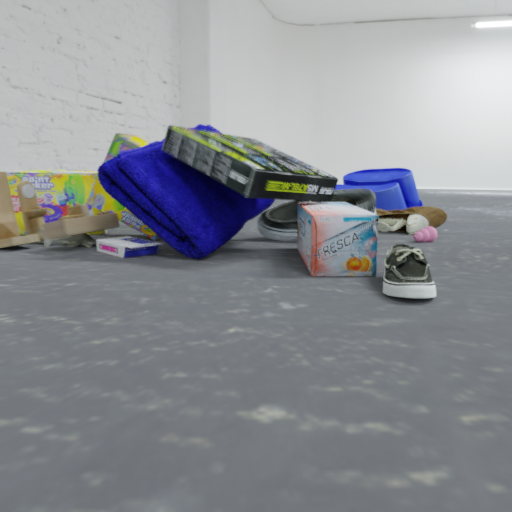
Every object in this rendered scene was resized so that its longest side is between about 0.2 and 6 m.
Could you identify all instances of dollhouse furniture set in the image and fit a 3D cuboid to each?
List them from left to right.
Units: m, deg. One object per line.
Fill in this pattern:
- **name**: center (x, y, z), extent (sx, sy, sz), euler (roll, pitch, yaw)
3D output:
- **dollhouse furniture set**: center (-4.613, -1.216, 12.429), extent (2.073, 1.689, 1.971), euler (-7, 5, 31)

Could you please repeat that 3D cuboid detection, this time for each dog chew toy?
- **dog chew toy**: center (4.031, -0.487, 13.428), extent (0.615, 0.383, 0.383), euler (-12, 14, -25)

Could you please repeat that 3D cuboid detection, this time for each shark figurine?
- **shark figurine**: center (-4.213, -0.481, 12.842), extent (1.306, 0.545, 0.780), euler (3, 8, 9)

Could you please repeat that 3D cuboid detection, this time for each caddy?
- **caddy**: center (3.574, -1.621, 17.004), extent (2.889, 1.517, 2.043), euler (5, 31, 41)

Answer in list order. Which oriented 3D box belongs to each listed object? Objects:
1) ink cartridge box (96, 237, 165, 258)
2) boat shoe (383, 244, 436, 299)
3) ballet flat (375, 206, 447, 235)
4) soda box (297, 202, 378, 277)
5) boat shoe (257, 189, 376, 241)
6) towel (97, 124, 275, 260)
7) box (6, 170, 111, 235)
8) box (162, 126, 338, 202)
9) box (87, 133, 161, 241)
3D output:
- **ink cartridge box**: center (-2.625, -0.179, 11.635), extent (0.774, 0.303, 1.634), euler (-9, 10, -39)
- **boat shoe**: center (2.187, 0.186, 8.263), extent (0.701, 0.631, 1.982), euler (1, 9, 5)
- **ballet flat**: center (3.933, -0.908, 15.175), extent (2.283, 0.774, 0.826), euler (5, 30, 28)
- **soda box**: center (1.441, -0.419, 10.714), extent (1.141, 1.061, 3.337), euler (0, 10, 0)
- **boat shoe**: center (1.473, -1.178, 13.702), extent (2.975, 1.055, 1.072), euler (-11, 52, -5)
- **towel**: center (-1.248, -1.641, 12.202), extent (2.846, 0.955, 3.854), euler (38, 34, 4)
- **box**: center (-5.533, -1.581, 15.935), extent (2.762, 1.685, 2.660), euler (0, 9, -7)
- **box**: center (-0.104, -1.857, 11.391), extent (2.580, 0.635, 2.672), euler (-7, 31, -46)
- **box**: center (-2.804, -1.742, 14.081), extent (2.011, 1.937, 1.227), euler (29, 14, 6)
